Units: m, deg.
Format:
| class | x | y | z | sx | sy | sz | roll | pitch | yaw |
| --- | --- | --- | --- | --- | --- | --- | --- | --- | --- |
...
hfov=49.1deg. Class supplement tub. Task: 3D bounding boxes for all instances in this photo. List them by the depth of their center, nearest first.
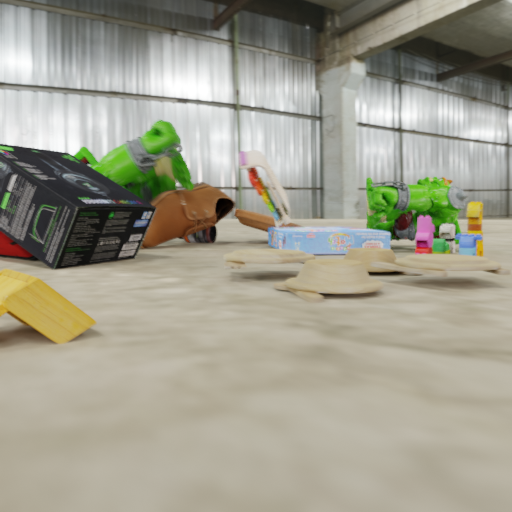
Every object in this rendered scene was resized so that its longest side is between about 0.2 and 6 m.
| class | x | y | z | sx | sy | sz | roll | pitch | yaw |
| --- | --- | --- | --- | --- | --- | --- | --- | --- | --- |
| supplement tub | -1.560 | -0.602 | 14.617 | 0.993 | 0.531 | 0.531 | 3 | 6 | 21 |

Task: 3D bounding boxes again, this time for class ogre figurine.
| class | x | y | z | sx | sy | sz | roll | pitch | yaw |
| --- | --- | --- | --- | --- | --- | --- | --- | --- | --- |
| ogre figurine | 3.288 | -0.835 | 11.819 | 1.894 | 1.550 | 3.159 | -3 | -33 | 10 |
| ogre figurine | -3.166 | -1.671 | 13.138 | 2.728 | 2.232 | 4.550 | -26 | 19 | -14 |

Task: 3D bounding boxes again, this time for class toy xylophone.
| class | x | y | z | sx | sy | sz | roll | pitch | yaw |
| --- | --- | --- | --- | --- | --- | --- | --- | --- | --- |
| toy xylophone | 0.238 | -1.385 | 11.848 | 0.466 | 1.853 | 1.357 | -24 | 29 | 13 |

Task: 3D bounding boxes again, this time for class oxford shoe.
| class | x | y | z | sx | sy | sz | roll | pitch | yaw |
| --- | --- | --- | --- | --- | --- | --- | --- | --- | --- |
| oxford shoe | -1.595 | -0.946 | 13.066 | 1.111 | 1.112 | 3.118 | 21 | 35 | 25 |

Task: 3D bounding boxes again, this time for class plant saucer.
| class | x | y | z | sx | sy | sz | roll | pitch | yaw |
| --- | --- | --- | --- | --- | --- | --- | --- | --- | --- |
| plant saucer | 0.506 | -0.747 | 14.593 | 2.261 | 0.365 | 2.261 | 17 | 1 | 0 |

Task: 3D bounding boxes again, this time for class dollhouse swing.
| class | x | y | z | sx | sy | sz | roll | pitch | yaw |
| --- | --- | --- | --- | --- | --- | --- | --- | --- | --- |
| dollhouse swing | -1.674 | 0.498 | 3.809 | 0.795 | 0.699 | 0.722 | 5 | -34 | 50 |

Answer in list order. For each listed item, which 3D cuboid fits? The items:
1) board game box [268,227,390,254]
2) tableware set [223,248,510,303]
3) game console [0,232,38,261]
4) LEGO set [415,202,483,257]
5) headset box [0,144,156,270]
| class | x | y | z | sx | sy | sz | roll | pitch | yaw |
| --- | --- | --- | --- | --- | --- | --- | --- | --- | --- |
| board game box | 1.415 | -0.355 | 11.862 | 2.020 | 0.489 | 2.671 | 0 | 4 | -6 |
| tableware set | 1.182 | 0.148 | 6.840 | 3.101 | 0.360 | 2.591 | -1 | 5 | -21 |
| game console | -4.294 | -0.533 | 10.003 | 1.798 | 1.067 | 1.549 | 3 | -33 | 40 |
| LEGO set | 3.597 | -0.460 | 10.008 | 0.947 | 1.019 | 2.482 | 3 | 6 | 29 |
| headset box | -3.234 | -0.879 | 9.190 | 2.330 | 1.081 | 2.028 | 32 | 16 | 19 |
